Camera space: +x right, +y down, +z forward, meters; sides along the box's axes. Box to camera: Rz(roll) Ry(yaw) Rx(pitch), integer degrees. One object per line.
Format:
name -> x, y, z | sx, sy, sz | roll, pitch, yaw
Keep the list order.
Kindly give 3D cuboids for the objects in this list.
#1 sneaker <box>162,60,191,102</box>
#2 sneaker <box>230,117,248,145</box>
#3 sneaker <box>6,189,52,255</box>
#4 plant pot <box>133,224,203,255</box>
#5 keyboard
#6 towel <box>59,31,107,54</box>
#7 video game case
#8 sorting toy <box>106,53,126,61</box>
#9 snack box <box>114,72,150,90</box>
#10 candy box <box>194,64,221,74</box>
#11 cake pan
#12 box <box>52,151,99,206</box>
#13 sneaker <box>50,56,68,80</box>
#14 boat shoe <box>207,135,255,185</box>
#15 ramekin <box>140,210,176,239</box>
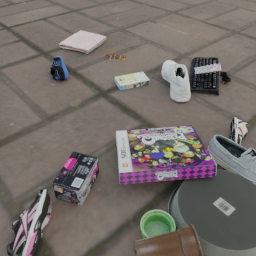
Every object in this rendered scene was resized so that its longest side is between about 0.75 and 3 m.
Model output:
sneaker -> 2.109, -2.311, 11.913 | 1.004, 1.144, 2.855 | -6, 39, -4
sneaker -> 3.753, 0.198, 9.401 | 0.548, 0.505, 1.369 | 18, 51, 5
sneaker -> -2.435, 2.282, 6.862 | 0.783, 0.728, 1.814 | 1, 39, 3
plant pot -> 0.834, 2.812, 5.876 | 1.325, 1.338, 1.338 | -9, 41, 0
keyboard -> 3.719, -2.449, 12.654 | 1.790, 0.382, 2.981 | 9, 42, 10
towel -> -2.434, -4.714, 15.331 | 1.911, 0.323, 2.001 | 19, 44, 20
video game case -> 0.977, 0.709, 8.454 | 2.644, 0.473, 2.397 | -4, 28, -2
sorting toy -> -0.613, -3.578, 14.105 | 1.081, 0.183, 0.521 | 5, 41, 5
snack box -> 0.175, -2.074, 12.287 | 1.372, 0.255, 0.797 | -13, 42, -15
candy box -> 3.387, -2.500, 11.877 | 0.711, 0.303, 0.848 | -13, 8, -36
cake pan -> 2.430, 2.122, 7.201 | 2.751, 0.504, 2.751 | 0, 41, 0
box -> -1.413, 1.405, 7.874 | 0.828, 0.719, 1.253 | 13, 44, 13
sneaker -> -3.271, -2.762, 12.812 | 0.689, 0.620, 1.768 | -10, 42, -23
boat shoe -> 3.423, 0.964, 8.263 | 2.349, 0.837, 0.820 | 33, 47, 33
ramekin -> 0.718, 2.477, 6.851 | 0.847, 0.414, 0.847 | 0, 41, 0
